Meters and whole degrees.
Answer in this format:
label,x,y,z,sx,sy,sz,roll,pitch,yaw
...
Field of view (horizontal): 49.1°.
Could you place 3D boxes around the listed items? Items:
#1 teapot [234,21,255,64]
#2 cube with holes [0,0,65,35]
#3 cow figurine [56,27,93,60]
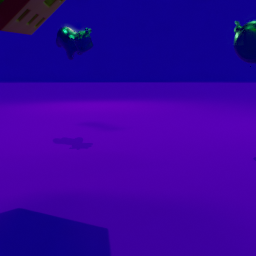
label,x,y,z,sx,sy,sz,roll,pitch,yaw
teapot,2.211,-1.517,4.864,0.556,0.706,1.135,-24,63,-38
cube with holes,-1.037,-1.730,2.519,1.188,1.188,1.188,-42,17,6
cow figurine,-1.199,-1.964,6.181,0.533,0.970,0.955,-38,-13,-28
